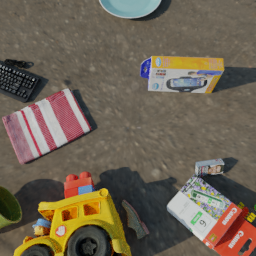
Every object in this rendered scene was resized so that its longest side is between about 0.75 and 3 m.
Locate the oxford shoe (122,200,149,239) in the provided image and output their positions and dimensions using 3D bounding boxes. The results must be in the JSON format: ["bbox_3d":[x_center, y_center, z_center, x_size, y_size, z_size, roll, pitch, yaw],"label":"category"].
[{"bbox_3d":[0.122,2.679,8.233,0.444,0.425,1.202,-34,73,-10],"label":"oxford shoe"}]

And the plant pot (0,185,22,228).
[{"bbox_3d":[-3.950,2.484,7.992,1.212,1.276,1.276,-35,73,1],"label":"plant pot"}]

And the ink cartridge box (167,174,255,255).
[{"bbox_3d":[2.448,2.590,7.922,2.436,0.613,1.327,38,74,26],"label":"ink cartridge box"}]

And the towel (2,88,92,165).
[{"bbox_3d":[-2.721,-0.124,9.375,2.527,0.287,1.820,-27,72,-10],"label":"towel"}]

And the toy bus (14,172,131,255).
[{"bbox_3d":[-1.586,2.675,7.558,2.933,1.990,2.816,-14,57,-3],"label":"toy bus"}]

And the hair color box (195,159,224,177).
[{"bbox_3d":[2.540,1.236,8.725,0.832,0.412,0.252,-8,31,-6],"label":"hair color box"}]

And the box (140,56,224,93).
[{"bbox_3d":[1.692,-1.744,9.324,2.562,1.525,0.531,1,70,1],"label":"box"}]

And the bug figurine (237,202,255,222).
[{"bbox_3d":[3.995,2.780,8.180,1.362,0.452,1.756,-37,69,-19],"label":"bug figurine"}]

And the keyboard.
[{"bbox_3d":[-4.366,-1.947,10.062,2.431,0.312,1.460,22,71,7],"label":"keyboard"}]

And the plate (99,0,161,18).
[{"bbox_3d":[0.091,-5.380,11.352,2.598,0.332,2.598,0,69,1],"label":"plate"}]
